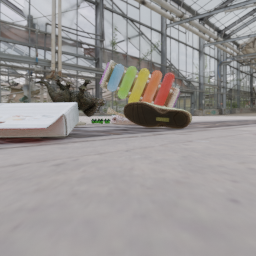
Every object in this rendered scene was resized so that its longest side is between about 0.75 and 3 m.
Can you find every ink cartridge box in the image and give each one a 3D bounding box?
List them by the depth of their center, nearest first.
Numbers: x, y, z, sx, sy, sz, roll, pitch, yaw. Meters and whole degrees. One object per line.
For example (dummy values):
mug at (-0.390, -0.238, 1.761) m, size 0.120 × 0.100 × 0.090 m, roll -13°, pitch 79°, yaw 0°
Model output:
ink cartridge box at (-2.076, -0.054, 4.768) m, size 2.130 × 0.464 × 1.848 m, roll 0°, pitch 17°, yaw 3°

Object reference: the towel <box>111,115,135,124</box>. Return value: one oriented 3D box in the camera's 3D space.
towel at (0.630, -0.400, 12.027) m, size 2.607 × 0.420 × 2.490 m, roll -1°, pitch 3°, yaw -10°

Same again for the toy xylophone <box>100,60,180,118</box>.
toy xylophone at (0.328, -1.114, 9.411) m, size 2.631 × 1.926 × 0.661 m, roll 14°, pitch 9°, yaw -4°

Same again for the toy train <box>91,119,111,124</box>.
toy train at (-1.081, -0.262, 11.089) m, size 0.795 × 0.166 × 0.224 m, roll -1°, pitch -34°, yaw -14°

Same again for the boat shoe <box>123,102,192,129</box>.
boat shoe at (0.868, -0.366, 8.146) m, size 1.983 × 0.711 × 0.755 m, roll 14°, pitch 17°, yaw 20°

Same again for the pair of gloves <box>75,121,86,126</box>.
pair of gloves at (-2.054, -0.149, 8.989) m, size 1.118 × 0.230 × 1.315 m, roll 3°, pitch 4°, yaw -30°

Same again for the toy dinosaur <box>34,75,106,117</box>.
toy dinosaur at (-2.192, -1.151, 10.841) m, size 2.928 × 1.497 × 1.127 m, roll 6°, pitch 33°, yaw -14°
